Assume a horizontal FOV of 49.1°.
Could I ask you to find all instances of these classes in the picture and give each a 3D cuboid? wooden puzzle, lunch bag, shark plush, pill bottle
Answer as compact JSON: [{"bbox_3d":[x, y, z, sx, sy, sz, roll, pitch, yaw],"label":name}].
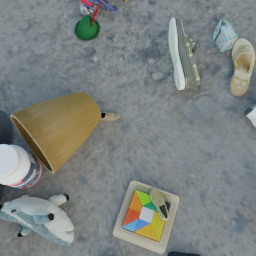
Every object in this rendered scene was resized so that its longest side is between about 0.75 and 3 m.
[{"bbox_3d":[0.564,2.641,8.419,1.623,0.327,1.754,19,74,5],"label":"wooden puzzle"},{"bbox_3d":[3.403,-3.303,9.989,0.540,0.754,0.885,-23,75,-7],"label":"lunch bag"},{"bbox_3d":[-3.032,2.721,8.103,2.946,1.338,1.227,3,104,-4],"label":"shark plush"},{"bbox_3d":[-3.285,1.105,8.056,1.122,1.877,1.122,0,73,-1],"label":"pill bottle"}]

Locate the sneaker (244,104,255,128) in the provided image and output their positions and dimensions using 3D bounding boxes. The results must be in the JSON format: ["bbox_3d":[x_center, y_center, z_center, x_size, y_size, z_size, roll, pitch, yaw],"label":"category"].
[{"bbox_3d":[5.197,-0.652,9.208,2.651,0.988,1.155,-26,84,0],"label":"sneaker"}]

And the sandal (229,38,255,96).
[{"bbox_3d":[4.062,-2.285,9.675,0.853,0.765,2.327,13,74,4],"label":"sandal"}]

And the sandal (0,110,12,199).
[{"bbox_3d":[-4.332,0.812,8.647,0.632,1.123,2.953,-8,70,27],"label":"sandal"}]

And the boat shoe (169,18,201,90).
[{"bbox_3d":[1.932,-2.603,9.721,0.779,0.932,2.608,-6,79,-2],"label":"boat shoe"}]

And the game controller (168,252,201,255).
[{"bbox_3d":[1.655,3.918,8.130,1.021,0.215,0.533,6,88,2],"label":"game controller"}]

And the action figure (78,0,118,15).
[{"bbox_3d":[-1.147,-4.956,10.602,1.865,0.976,1.804,33,82,-17],"label":"action figure"}]

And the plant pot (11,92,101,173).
[{"bbox_3d":[-1.979,-0.117,8.524,2.218,2.067,2.067,-37,76,-22],"label":"plant pot"}]

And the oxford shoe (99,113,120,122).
[{"bbox_3d":[-0.656,-0.381,9.337,0.808,0.302,0.285,-9,75,-6],"label":"oxford shoe"}]

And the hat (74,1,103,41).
[{"bbox_3d":[-1.493,-3.886,10.034,0.949,1.009,1.146,20,74,6],"label":"hat"}]

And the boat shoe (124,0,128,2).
[{"bbox_3d":[-0.083,-5.532,10.807,0.522,0.523,1.449,-12,67,-2],"label":"boat shoe"}]

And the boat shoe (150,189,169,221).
[{"bbox_3d":[0.966,2.233,8.255,0.346,0.368,0.967,-23,72,-12],"label":"boat shoe"}]
